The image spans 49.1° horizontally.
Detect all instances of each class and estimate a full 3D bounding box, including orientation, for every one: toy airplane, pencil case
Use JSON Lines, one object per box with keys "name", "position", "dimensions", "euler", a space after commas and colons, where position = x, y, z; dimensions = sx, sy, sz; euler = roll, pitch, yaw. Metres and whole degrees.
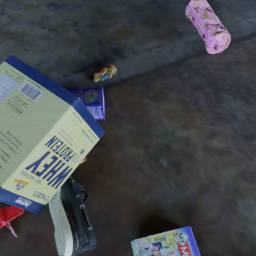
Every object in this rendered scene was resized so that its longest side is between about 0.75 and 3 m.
{"name": "toy airplane", "position": [-3.841, 1.906, 7.768], "dimensions": [2.702, 0.497, 2.702], "euler": [-1, 61, 1]}
{"name": "pencil case", "position": [3.077, -4.008, 10.912], "dimensions": [1.044, 0.999, 2.413], "euler": [-21, 62, 1]}

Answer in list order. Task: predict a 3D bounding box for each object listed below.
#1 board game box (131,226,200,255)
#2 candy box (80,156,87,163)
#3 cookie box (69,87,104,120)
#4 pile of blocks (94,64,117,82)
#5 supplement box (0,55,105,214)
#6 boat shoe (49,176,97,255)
{"name": "board game box", "position": [1.126, 3.759, 6.717], "dimensions": [1.613, 0.349, 2.397], "euler": [-10, 60, -10]}
{"name": "candy box", "position": [-1.602, 0.467, 8.516], "dimensions": [0.309, 0.638, 1.094], "euler": [-22, 62, -14]}
{"name": "cookie box", "position": [-1.550, -0.764, 8.975], "dimensions": [1.547, 0.581, 1.324], "euler": [-4, 32, -3]}
{"name": "pile of blocks", "position": [-0.819, -1.997, 10.140], "dimensions": [0.980, 0.305, 0.402], "euler": [-38, 67, -19]}
{"name": "supplement box", "position": [-2.567, 0.124, 6.930], "dimensions": [2.651, 1.780, 2.649], "euler": [32, 76, 27]}
{"name": "boat shoe", "position": [-1.468, 1.941, 7.334], "dimensions": [0.967, 1.090, 2.918], "euler": [5, 29, -27]}
